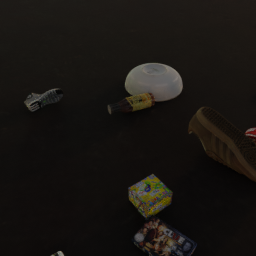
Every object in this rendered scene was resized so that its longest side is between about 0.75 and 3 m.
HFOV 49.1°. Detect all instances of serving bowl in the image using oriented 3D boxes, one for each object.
[{"bbox_3d":[1.144,-2.208,12.358,2.574,0.847,2.574,-1,39,0],"label":"serving bowl"}]

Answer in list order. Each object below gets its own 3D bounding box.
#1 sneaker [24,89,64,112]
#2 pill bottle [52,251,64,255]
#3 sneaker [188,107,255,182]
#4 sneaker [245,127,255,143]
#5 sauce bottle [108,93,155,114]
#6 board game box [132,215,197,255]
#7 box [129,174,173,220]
[{"bbox_3d":[-3.505,-1.311,11.448,1.598,0.600,0.923,-32,46,-32],"label":"sneaker"},{"bbox_3d":[-1.824,3.188,5.636,1.362,0.778,0.778,-23,44,-26],"label":"pill bottle"},{"bbox_3d":[3.131,0.655,8.769,1.042,1.118,2.959,-24,66,-37],"label":"sneaker"},{"bbox_3d":[4.631,0.281,9.536,1.236,0.484,0.714,17,43,19],"label":"sneaker"},{"bbox_3d":[0.131,-0.929,10.960,1.846,0.609,0.609,-17,42,-20],"label":"sauce bottle"},{"bbox_3d":[0.850,2.736,6.642,1.281,0.222,0.868,26,45,29],"label":"board game box"},{"bbox_3d":[0.594,1.828,7.543,0.854,0.521,0.823,-24,44,-26],"label":"box"}]
